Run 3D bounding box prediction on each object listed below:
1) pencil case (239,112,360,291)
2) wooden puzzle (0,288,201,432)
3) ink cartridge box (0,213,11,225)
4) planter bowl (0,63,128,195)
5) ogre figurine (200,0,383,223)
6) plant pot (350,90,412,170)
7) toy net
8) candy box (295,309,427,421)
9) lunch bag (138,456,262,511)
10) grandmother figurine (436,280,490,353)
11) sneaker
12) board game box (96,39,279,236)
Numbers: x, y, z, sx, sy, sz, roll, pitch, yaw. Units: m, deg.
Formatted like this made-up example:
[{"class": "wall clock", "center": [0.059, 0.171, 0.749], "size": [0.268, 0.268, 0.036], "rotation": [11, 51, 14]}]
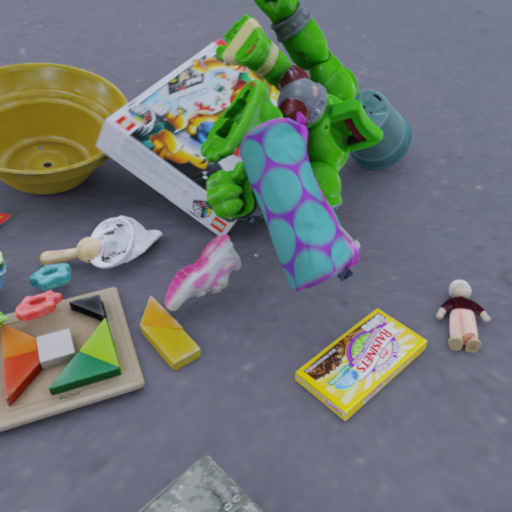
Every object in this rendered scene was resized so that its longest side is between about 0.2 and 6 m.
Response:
[{"class": "pencil case", "center": [0.565, -0.690, 7.376], "size": [1.034, 0.952, 2.237], "rotation": [-26, 77, 18]}, {"class": "wooden puzzle", "center": [-2.617, 1.233, 7.524], "size": [3.283, 0.384, 2.214], "rotation": [-20, 44, -21]}, {"class": "ink cartridge box", "center": [-4.936, -0.643, 9.921], "size": [0.843, 0.189, 0.743], "rotation": [10, 42, 12]}, {"class": "planter bowl", "center": [-4.035, -2.166, 10.623], "size": [3.314, 1.380, 3.314], "rotation": [5, 49, -6]}, {"class": "ogre figurine", "center": [0.603, -2.264, 9.231], "size": [2.558, 2.094, 4.267], "rotation": [27, 46, -36]}, {"class": "plant pot", "center": [2.235, -2.488, 10.813], "size": [1.290, 1.264, 1.290], "rotation": [-7, 75, 25]}, {"class": "toy net", "center": [-2.908, 0.064, 8.407], "size": [3.415, 0.659, 1.791], "rotation": [-25, 29, -29]}, {"class": "candy box", "center": [1.417, 1.387, 7.457], "size": [1.710, 0.226, 0.874], "rotation": [-31, 51, -32]}, {"class": "lunch bag", "center": [-0.528, 2.934, 4.865], "size": [1.821, 1.269, 1.527], "rotation": [-32, 61, -34]}, {"class": "grandmother figurine", "center": [2.978, 0.822, 8.049], "size": [0.737, 0.368, 1.216], "rotation": [13, 43, 1]}, {"class": "sneaker", "center": [-0.729, 0.350, 8.032], "size": [1.346, 0.594, 0.548], "rotation": [-43, 22, 1]}, {"class": "board game box", "center": [-0.689, -2.472, 10.804], "size": [2.692, 0.738, 4.265], "rotation": [36, 45, -3]}]
